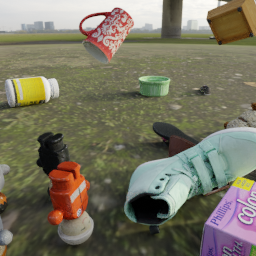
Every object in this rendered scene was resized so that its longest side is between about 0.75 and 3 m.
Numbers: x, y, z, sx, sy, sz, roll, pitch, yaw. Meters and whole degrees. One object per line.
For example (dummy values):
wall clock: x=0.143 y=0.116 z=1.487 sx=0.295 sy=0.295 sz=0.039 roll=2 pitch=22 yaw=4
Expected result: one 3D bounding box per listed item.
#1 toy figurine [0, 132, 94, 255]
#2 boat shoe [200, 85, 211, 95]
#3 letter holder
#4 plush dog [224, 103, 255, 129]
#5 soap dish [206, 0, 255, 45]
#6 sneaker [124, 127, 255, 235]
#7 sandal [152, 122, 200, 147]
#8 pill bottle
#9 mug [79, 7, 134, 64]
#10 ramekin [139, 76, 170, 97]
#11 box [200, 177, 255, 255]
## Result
toy figurine: x=-1.771 y=1.200 z=4.903 sx=2.087 sy=1.475 sz=2.120 roll=-15 pitch=27 yaw=-21
boat shoe: x=4.111 y=-2.068 z=14.714 sx=0.457 sy=0.389 sz=1.366 roll=1 pitch=21 yaw=2
letter holder: x=1.635 y=0.727 z=6.549 sx=0.712 sy=1.007 sz=1.416 roll=-11 pitch=23 yaw=-27
plush dog: x=3.732 y=-0.083 z=8.922 sx=1.181 sy=1.103 sz=1.375 roll=-30 pitch=28 yaw=-10
soap dish: x=3.005 y=-2.993 z=7.966 sx=0.582 sy=1.127 sz=1.432 roll=-46 pitch=24 yaw=-24
sneaker: x=1.254 y=0.971 z=4.997 sx=2.828 sy=1.041 sz=1.668 roll=-24 pitch=11 yaw=19
sandal: x=1.443 y=0.403 z=8.313 sx=0.744 sy=0.474 sz=1.980 roll=-17 pitch=40 yaw=-40
pill bottle: x=-4.266 y=-1.658 z=12.533 sx=2.122 sy=1.193 sz=1.193 roll=-12 pitch=24 yaw=-28
mug: x=-0.784 y=-3.685 z=10.616 sx=1.250 sy=1.663 sz=1.874 roll=26 pitch=76 yaw=43
ramekin: x=1.339 y=-2.137 z=14.346 sx=1.592 sy=0.777 sz=1.592 roll=0 pitch=21 yaw=0
box: x=2.263 y=1.695 z=4.179 sx=1.838 sy=0.888 sz=1.617 roll=14 pitch=25 yaw=34
